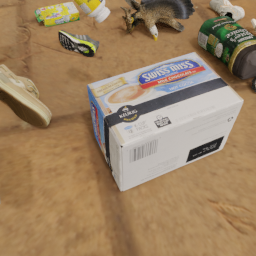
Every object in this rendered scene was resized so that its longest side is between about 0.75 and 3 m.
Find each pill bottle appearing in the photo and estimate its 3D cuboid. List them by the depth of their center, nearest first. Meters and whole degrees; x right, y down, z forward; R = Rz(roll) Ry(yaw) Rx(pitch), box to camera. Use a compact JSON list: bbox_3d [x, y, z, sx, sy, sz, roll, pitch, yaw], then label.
[{"bbox_3d":[-0.786,-2.636,5.801,0.488,0.871,0.488,-30,37,26],"label":"pill bottle"}]

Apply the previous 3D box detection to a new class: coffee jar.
[{"bbox_3d":[3.483,-2.647,9.145,1.324,1.083,2.538,-17,48,-16],"label":"coffee jar"}]

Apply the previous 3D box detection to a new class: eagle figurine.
[{"bbox_3d":[1.012,-4.109,10.266,2.351,1.774,1.784,-19,43,-1],"label":"eagle figurine"}]

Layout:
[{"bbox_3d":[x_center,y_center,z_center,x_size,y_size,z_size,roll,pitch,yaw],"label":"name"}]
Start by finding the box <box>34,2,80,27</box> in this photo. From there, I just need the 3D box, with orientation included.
[{"bbox_3d":[-2.861,-4.554,11.261,1.623,0.393,0.952,-17,54,-16],"label":"box"}]

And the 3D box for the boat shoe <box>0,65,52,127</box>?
[{"bbox_3d":[-3.110,-1.053,8.073,2.982,1.076,0.969,30,58,28],"label":"boat shoe"}]

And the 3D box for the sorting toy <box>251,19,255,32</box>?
[{"bbox_3d":[5.476,-3.309,9.777,2.640,1.411,2.377,-2,44,0],"label":"sorting toy"}]

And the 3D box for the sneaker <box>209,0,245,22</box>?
[{"bbox_3d":[3.875,-4.757,11.320,0.710,0.585,1.544,-40,60,-22],"label":"sneaker"}]

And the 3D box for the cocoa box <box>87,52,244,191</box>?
[{"bbox_3d":[0.762,-0.205,6.768,2.950,1.967,1.936,-20,54,-15],"label":"cocoa box"}]

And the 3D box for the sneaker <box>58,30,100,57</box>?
[{"bbox_3d":[-1.762,-3.081,10.022,1.659,0.613,0.671,28,50,12],"label":"sneaker"}]

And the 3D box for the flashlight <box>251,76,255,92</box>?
[{"bbox_3d":[4.676,-1.361,8.663,1.561,0.528,0.530,1,91,-5],"label":"flashlight"}]
